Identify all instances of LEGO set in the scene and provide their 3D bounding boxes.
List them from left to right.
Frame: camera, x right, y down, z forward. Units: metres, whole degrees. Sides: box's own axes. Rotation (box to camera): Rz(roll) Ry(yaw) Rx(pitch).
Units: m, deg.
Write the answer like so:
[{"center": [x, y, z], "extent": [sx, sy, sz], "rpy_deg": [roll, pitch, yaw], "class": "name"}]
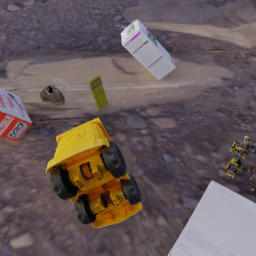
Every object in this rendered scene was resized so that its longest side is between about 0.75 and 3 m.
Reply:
[{"center": [3.271, 1.045, 6.940], "extent": [1.755, 1.350, 1.017], "rpy_deg": [33, 34, 16], "class": "LEGO set"}]

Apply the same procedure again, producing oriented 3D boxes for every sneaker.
[{"center": [-2.398, -1.111, 8.769], "extent": [0.517, 0.554, 1.467], "rpy_deg": [-27, 30, -31], "class": "sneaker"}]

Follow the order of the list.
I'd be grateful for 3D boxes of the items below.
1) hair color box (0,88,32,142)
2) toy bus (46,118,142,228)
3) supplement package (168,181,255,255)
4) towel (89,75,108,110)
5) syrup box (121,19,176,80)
[{"center": [-4.073, -0.685, 7.530], "extent": [0.842, 2.634, 1.461], "rpy_deg": [-49, 51, 12], "class": "hair color box"}, {"center": [-0.770, 0.900, 6.716], "extent": [1.528, 2.252, 2.162], "rpy_deg": [-25, 32, 4], "class": "toy bus"}, {"center": [1.997, 2.428, 5.692], "extent": [1.718, 1.321, 1.796], "rpy_deg": [28, 64, 24], "class": "supplement package"}, {"center": [-0.912, -1.103, 8.912], "extent": [0.098, 1.082, 0.466], "rpy_deg": [21, 50, 40], "class": "towel"}, {"center": [0.695, -2.630, 9.536], "extent": [0.802, 1.969, 0.775], "rpy_deg": [-35, 37, 24], "class": "syrup box"}]
